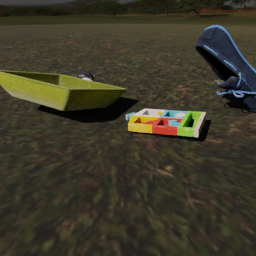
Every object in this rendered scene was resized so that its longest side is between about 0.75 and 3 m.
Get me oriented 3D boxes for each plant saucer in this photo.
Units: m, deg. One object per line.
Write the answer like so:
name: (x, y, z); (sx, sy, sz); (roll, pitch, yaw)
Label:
plant saucer: (-2.024, -1.144, 8.658); (2.976, 0.712, 2.972); (16, 14, 26)

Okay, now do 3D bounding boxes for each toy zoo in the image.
toy zoo: (0.943, -0.196, 7.646); (2.151, 0.220, 1.411); (5, 22, 21)

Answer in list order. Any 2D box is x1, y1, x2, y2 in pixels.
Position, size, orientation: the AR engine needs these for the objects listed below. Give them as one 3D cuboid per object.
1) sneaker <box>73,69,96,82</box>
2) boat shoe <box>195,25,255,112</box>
sneaker: (-1.980, -1.861, 10.900); (1.468, 0.554, 0.836); (2, 41, 9)
boat shoe: (2.961, -1.541, 8.346); (1.025, 2.986, 1.256); (-45, 8, -18)
